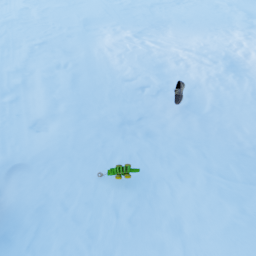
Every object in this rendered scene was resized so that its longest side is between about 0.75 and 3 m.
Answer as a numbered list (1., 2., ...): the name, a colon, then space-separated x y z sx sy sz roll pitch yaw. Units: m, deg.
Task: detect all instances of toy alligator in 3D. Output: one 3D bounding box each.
1. toy alligator: -0.288 1.058 6.853 1.155 0.313 0.342 -8 59 17

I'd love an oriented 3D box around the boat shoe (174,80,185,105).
1. boat shoe: 1.573 -1.132 8.853 0.306 0.302 0.823 -7 62 44
